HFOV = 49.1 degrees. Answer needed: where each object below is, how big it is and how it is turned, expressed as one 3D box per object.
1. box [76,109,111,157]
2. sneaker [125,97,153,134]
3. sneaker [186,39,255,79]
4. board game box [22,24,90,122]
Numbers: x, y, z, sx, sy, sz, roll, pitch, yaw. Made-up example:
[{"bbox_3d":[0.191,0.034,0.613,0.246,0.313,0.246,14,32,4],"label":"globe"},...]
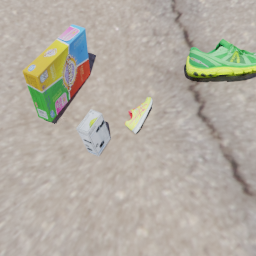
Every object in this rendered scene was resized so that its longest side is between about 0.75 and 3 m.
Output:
[{"bbox_3d":[-0.852,0.150,7.181,0.347,1.153,0.673,21,60,23],"label":"box"},{"bbox_3d":[0.302,-0.447,7.886,0.537,0.465,1.189,27,67,5],"label":"sneaker"},{"bbox_3d":[3.092,-2.112,8.349,2.687,0.995,1.123,-4,93,-1],"label":"sneaker"},{"bbox_3d":[-1.819,-1.506,7.663,0.443,1.682,2.198,21,55,14],"label":"board game box"}]
